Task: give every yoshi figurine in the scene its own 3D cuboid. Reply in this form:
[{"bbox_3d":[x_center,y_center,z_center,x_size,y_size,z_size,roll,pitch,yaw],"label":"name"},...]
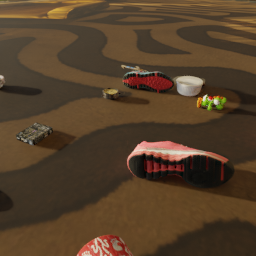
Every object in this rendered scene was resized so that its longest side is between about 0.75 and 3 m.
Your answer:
[{"bbox_3d":[3.441,-0.974,11.424,1.122,0.631,0.628,0,-11,27],"label":"yoshi figurine"}]

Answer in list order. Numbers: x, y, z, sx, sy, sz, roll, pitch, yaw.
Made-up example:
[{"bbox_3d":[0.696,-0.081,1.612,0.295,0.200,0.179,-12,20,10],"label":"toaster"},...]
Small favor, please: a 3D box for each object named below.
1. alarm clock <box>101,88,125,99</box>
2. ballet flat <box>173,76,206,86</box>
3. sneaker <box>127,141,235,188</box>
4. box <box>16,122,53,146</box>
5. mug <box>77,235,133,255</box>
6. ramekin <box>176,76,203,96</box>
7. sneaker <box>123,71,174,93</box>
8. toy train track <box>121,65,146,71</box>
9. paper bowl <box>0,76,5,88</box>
[{"bbox_3d":[-0.655,-1.503,12.319,1.030,0.343,0.695,-4,31,-3],"label":"alarm clock"},{"bbox_3d":[2.947,-2.196,13.511,1.583,0.367,0.533,6,60,21],"label":"ballet flat"},{"bbox_3d":[1.479,0.794,7.854,2.860,1.054,1.241,7,31,11],"label":"sneaker"},{"bbox_3d":[-3.211,0.185,9.658,0.778,0.211,0.971,15,34,23],"label":"box"},{"bbox_3d":[-0.017,2.894,4.610,1.254,1.668,1.880,-45,37,-2],"label":"mug"},{"bbox_3d":[2.780,-1.897,12.755,1.196,0.557,1.196,1,31,0],"label":"ramekin"},{"bbox_3d":[1.032,-2.360,13.158,2.411,0.956,1.152,11,31,17],"label":"sneaker"},{"bbox_3d":[0.308,-3.045,14.788,1.484,0.241,0.851,18,-3,22],"label":"toy train track"},{"bbox_3d":[-6.301,-2.156,13.291,0.851,0.443,0.851,0,31,0],"label":"paper bowl"}]
